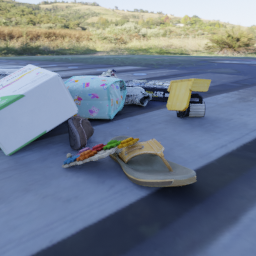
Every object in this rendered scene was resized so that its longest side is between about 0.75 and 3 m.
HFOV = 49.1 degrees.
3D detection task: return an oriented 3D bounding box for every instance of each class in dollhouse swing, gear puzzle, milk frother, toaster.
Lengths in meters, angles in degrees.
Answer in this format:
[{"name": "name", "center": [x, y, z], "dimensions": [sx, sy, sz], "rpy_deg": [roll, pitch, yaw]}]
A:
[{"name": "dollhouse swing", "center": [2.020, -1.102, 9.470], "dimensions": [1.088, 1.053, 1.197], "rpy_deg": [-2, 5, -30]}, {"name": "gear puzzle", "center": [-0.590, 0.455, 6.021], "dimensions": [1.862, 0.244, 0.964], "rpy_deg": [-17, 7, 34]}, {"name": "milk frother", "center": [2.245, -0.622, 9.814], "dimensions": [0.958, 0.919, 1.018], "rpy_deg": [-1, 49, 1]}, {"name": "toaster", "center": [-4.218, -1.343, 10.288], "dimensions": [2.686, 1.735, 1.526], "rpy_deg": [3, 17, 10]}]

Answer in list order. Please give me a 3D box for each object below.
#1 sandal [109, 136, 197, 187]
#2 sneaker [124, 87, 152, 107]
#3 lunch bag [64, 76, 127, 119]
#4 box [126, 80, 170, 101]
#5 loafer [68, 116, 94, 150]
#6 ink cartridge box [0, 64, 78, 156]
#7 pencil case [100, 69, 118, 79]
[{"name": "sandal", "center": [0.319, 0.534, 6.072], "dimensions": [1.108, 0.745, 2.759], "rpy_deg": [-9, 20, -26]}, {"name": "sneaker", "center": [0.053, -1.286, 11.693], "dimensions": [2.183, 0.819, 1.261], "rpy_deg": [-12, 26, -29]}, {"name": "lunch bag", "center": [-1.225, -1.243, 10.409], "dimensions": [2.032, 1.454, 2.385], "rpy_deg": [2, 21, 13]}, {"name": "box", "center": [1.220, -1.890, 13.694], "dimensions": [2.810, 0.690, 2.265], "rpy_deg": [5, 20, 15]}, {"name": "loafer", "center": [-1.284, 0.011, 7.717], "dimensions": [0.705, 0.726, 1.987], "rpy_deg": [-5, 19, -12]}, {"name": "ink cartridge box", "center": [-3.056, -0.706, 7.986], "dimensions": [2.121, 1.230, 2.929], "rpy_deg": [-35, 31, -19]}, {"name": "pencil case", "center": [-1.416, -1.879, 12.407], "dimensions": [2.073, 0.927, 0.807], "rpy_deg": [-19, 31, 21]}]
